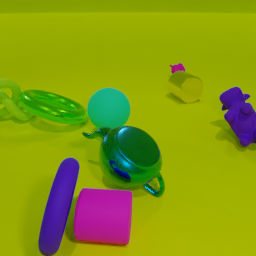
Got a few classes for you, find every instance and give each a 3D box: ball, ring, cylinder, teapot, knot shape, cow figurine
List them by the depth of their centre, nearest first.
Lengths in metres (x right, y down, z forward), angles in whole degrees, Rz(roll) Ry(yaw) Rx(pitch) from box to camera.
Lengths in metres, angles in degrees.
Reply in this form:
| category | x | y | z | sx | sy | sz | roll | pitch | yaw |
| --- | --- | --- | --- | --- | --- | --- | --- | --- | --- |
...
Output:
| category | x | y | z | sx | sy | sz | roll | pitch | yaw |
| --- | --- | --- | --- | --- | --- | --- | --- | --- | --- |
| ring | -0.982 | 1.113 | 4.074 | 0.279 | 1.393 | 1.393 | 14 | 24 | -6 |
| cylinder | -0.359 | 1.375 | 4.411 | 0.803 | 0.803 | 0.803 | 3 | 25 | 5 |
| teapot | -0.065 | 0.574 | 5.481 | 2.035 | 0.996 | 1.265 | 41 | 40 | 8 |
| ball | -0.497 | -0.482 | 7.325 | 1.133 | 1.133 | 1.133 | 0 | 25 | 0 |
| cow figurine | 3.036 | -0.322 | 7.489 | 0.871 | 1.587 | 1.562 | -29 | -4 | 24 |
| ring | -2.220 | -0.657 | 8.505 | 2.091 | 0.418 | 2.091 | 20 | 13 | -5 |
| knot shape | -3.712 | -0.795 | 8.681 | 1.774 | 1.660 | 0.820 | -20 | 43 | 52 |
| cylinder | 2.140 | -1.550 | 10.520 | 1.001 | 1.001 | 1.001 | -9 | 26 | -19 |

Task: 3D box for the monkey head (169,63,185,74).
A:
| category | x | y | z | sx | sy | sz | roll | pitch | yaw |
| --- | --- | --- | --- | --- | --- | --- | --- | --- | --- |
| monkey head | 2.404 | -2.676 | 13.345 | 0.635 | 0.758 | 1.054 | -28 | 60 | 7 |
